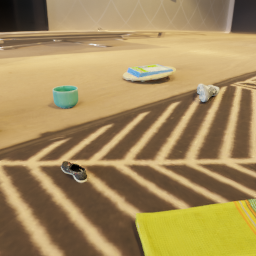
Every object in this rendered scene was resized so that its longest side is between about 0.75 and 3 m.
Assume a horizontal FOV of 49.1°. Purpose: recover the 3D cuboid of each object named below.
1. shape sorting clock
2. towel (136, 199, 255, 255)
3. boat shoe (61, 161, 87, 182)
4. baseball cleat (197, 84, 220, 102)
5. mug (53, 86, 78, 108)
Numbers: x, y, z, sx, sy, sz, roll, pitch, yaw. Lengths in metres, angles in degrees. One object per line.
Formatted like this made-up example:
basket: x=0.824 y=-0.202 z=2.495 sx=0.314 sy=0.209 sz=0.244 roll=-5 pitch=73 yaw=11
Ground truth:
shape sorting clock: x=1.092 y=-2.816 z=14.418 sx=2.715 sy=0.533 sz=2.715 roll=-3 pitch=22 yaw=1
towel: x=1.622 y=1.634 z=4.511 sx=2.863 sy=0.258 sz=1.232 roll=-5 pitch=23 yaw=-10
boat shoe: x=-1.200 y=0.898 z=6.207 sx=0.317 sy=0.272 sz=0.868 roll=-20 pitch=29 yaw=-37
baseball cleat: x=3.267 y=-1.472 z=11.263 sx=0.913 sy=0.598 sz=1.715 roll=2 pitch=24 yaw=6
mug: x=-2.293 y=-1.163 z=10.435 sx=0.909 sy=0.684 sz=1.106 roll=-1 pitch=23 yaw=-1
